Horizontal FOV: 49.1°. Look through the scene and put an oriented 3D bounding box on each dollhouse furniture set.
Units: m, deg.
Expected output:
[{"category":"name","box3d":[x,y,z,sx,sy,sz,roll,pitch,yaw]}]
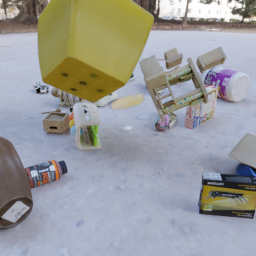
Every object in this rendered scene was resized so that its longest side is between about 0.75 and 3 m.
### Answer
[{"category":"dollhouse furniture set","box3d":[1.685,-1.295,7.275,2.337,1.299,2.067,-23,-11,6]}]

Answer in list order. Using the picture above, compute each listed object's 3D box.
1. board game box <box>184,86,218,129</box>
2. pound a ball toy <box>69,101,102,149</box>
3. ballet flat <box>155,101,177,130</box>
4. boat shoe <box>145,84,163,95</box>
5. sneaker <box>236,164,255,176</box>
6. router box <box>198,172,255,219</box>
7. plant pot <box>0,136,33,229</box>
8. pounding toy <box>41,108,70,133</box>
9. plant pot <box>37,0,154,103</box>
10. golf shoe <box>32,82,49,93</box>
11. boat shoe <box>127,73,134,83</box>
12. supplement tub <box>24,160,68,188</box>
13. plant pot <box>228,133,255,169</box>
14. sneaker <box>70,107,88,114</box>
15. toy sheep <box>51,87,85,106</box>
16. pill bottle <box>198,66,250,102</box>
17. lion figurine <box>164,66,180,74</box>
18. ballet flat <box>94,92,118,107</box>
[{"category":"board game box","box3d":[3.056,-0.887,11.616,0.418,1.369,1.807,22,32,39]},{"category":"pound a ball toy","box3d":[-1.642,-0.498,10.376,1.064,1.633,2.505,-1,25,-14]},{"category":"ballet flat","box3d":[1.661,-0.464,11.677,0.725,0.705,2.039,23,33,5]},{"category":"boat shoe","box3d":[1.419,-2.432,15.902,0.802,0.687,2.192,27,29,-25]},{"category":"sneaker","box3d":[3.621,1.438,7.687,0.566,0.509,1.453,13,15,-23]},{"category":"router box","box3d":[2.365,1.595,6.618,1.283,1.009,0.335,3,25,6]},{"category":"plant pot","box3d":[-3.069,1.381,6.576,1.762,1.762,1.885,-22,45,-39]},{"category":"pounding toy","box3d":[-2.937,-0.313,11.274,1.147,0.597,1.306,3,25,7]},{"category":"plant pot","box3d":[-1.232,-2.525,8.993,2.929,2.583,2.929,20,-25,-34]},{"category":"golf shoe","box3d":[-5.026,-2.250,15.625,1.329,0.517,0.628,16,29,34]},{"category":"boat shoe","box3d":[-0.143,-3.293,17.729,0.723,0.642,1.935,14,28,27]},{"category":"supplement tub","box3d":[-2.293,1.246,7.873,1.118,0.598,0.598,-16,29,-29]},{"category":"plant pot","box3d":[3.745,0.715,8.222,0.996,0.883,0.997,23,3,-46]},{"category":"sneaker","box3d":[-2.200,-0.843,12.799,0.921,0.346,0.373,12,19,22]},{"category":"toy sheep","box3d":[-2.616,-1.754,13.522,2.184,1.506,1.506,1,25,-2]},{"category":"pill bottle","box3d":[4.885,-2.426,14.817,1.484,1.484,2.644,-14,28,-28]},{"category":"lion figurine","box3d":[2.350,-3.404,17.882,2.751,0.997,1.685,3,29,40]},{"category":"ballet flat","box3d":[-1.047,-1.631,14.122,0.708,0.708,1.973,10,26,20]}]
